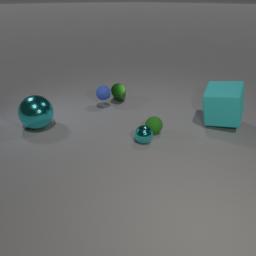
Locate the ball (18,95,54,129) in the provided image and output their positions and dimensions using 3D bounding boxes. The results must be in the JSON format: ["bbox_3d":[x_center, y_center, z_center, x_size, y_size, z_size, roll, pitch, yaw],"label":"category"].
[{"bbox_3d":[-3.754,-0.641,11.437,1.400,1.400,1.400,0,28,0],"label":"ball"}]

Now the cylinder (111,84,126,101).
[{"bbox_3d":[-0.466,-1.775,13.986,0.700,0.700,0.700,2,-12,4],"label":"cylinder"}]

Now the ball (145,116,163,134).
[{"bbox_3d":[1.034,-0.118,11.164,0.700,0.700,0.700,0,28,0],"label":"ball"}]

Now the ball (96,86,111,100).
[{"bbox_3d":[-1.159,-1.648,13.197,0.700,0.700,0.700,0,28,0],"label":"ball"}]

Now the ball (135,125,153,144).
[{"bbox_3d":[0.595,0.240,10.547,0.700,0.700,0.700,0,28,0],"label":"ball"}]

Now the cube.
[{"bbox_3d":[3.931,-0.998,11.486,1.400,1.400,1.400,5,36,26],"label":"cube"}]
